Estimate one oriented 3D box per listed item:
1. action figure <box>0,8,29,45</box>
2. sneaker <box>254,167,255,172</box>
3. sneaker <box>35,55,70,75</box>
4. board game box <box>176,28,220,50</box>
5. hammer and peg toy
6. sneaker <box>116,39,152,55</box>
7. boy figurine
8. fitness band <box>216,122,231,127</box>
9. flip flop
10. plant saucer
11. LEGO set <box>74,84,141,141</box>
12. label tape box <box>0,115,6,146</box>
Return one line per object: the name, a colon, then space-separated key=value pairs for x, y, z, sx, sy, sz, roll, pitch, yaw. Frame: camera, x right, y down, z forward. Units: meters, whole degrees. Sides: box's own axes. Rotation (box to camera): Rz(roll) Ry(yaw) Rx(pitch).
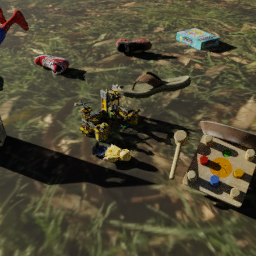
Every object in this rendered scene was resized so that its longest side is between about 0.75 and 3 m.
action figure: x=-2.855 y=-1.004 z=5.384 sx=0.875 sy=1.327 sz=2.680 roll=16 pitch=56 yaw=17
sneaker: x=2.609 y=0.845 z=7.016 sx=1.151 sy=0.431 sz=0.518 roll=8 pitch=25 yaw=6
sneaker: x=-3.210 y=-2.595 z=11.469 sx=1.482 sy=0.528 sz=0.833 roll=6 pitch=34 yaw=4
board game box: x=3.518 y=-4.525 z=14.157 sx=1.302 sy=0.405 sz=1.725 roll=-22 pitch=42 yaw=-26
hammer and peg toy: x=1.834 y=0.865 z=6.416 sx=1.882 sy=0.664 sz=1.384 roll=20 pitch=69 yaw=25
sneaker: x=0.239 y=-3.724 z=12.921 sx=1.697 sy=0.600 sz=0.829 roll=4 pitch=36 yaw=9
boy figurine: x=-0.428 y=0.660 z=7.284 sx=1.020 sy=0.329 sz=0.634 roll=12 pitch=36 yaw=20
fitness band: x=2.847 y=0.130 z=7.877 sx=0.693 sy=0.181 sz=0.965 roll=7 pitch=28 yaw=-37
flip flop: x=0.269 y=-0.479 z=2.902 sx=0.772 sy=0.222 sz=0.313 roll=-10 pitch=27 yaw=0
plant saucer: x=2.724 y=0.319 z=6.927 sx=2.018 sy=0.324 sz=2.018 roll=21 pitch=0 yaw=0
LEGO set: x=-0.571 y=-0.554 z=8.273 sx=1.845 sy=1.069 sz=1.419 roll=-22 pitch=42 yaw=-26
label tape box: x=-4.139 y=-0.344 z=7.358 sx=1.315 sy=1.823 sz=0.577 roll=-3 pitch=37 yaw=-5
